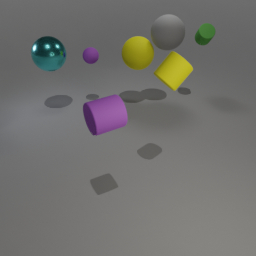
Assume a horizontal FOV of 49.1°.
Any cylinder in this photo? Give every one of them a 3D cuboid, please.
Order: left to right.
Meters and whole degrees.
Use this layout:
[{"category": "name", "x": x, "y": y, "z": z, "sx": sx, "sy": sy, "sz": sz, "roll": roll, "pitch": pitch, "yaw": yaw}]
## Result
[{"category": "cylinder", "x": -0.472, "y": -0.267, "z": 5.731, "sx": 0.700, "sy": 0.700, "sz": 0.700, "roll": -19, "pitch": 35, "yaw": -22}, {"category": "cylinder", "x": 1.110, "y": -1.393, "z": 6.888, "sx": 0.700, "sy": 0.700, "sz": 0.700, "roll": 39, "pitch": 8, "yaw": -7}, {"category": "cylinder", "x": 3.295, "y": -4.007, "z": 12.010, "sx": 0.700, "sy": 0.700, "sz": 0.700, "roll": -1, "pitch": -7, "yaw": -3}]

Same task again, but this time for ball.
[{"category": "ball", "x": -3.215, "y": -3.009, "z": 11.402, "sx": 1.400, "sy": 1.400, "sz": 1.400, "roll": 0, "pitch": 31, "yaw": 0}, {"category": "ball", "x": -1.606, "y": -3.120, "z": 12.076, "sx": 0.700, "sy": 0.700, "sz": 0.700, "roll": 0, "pitch": 31, "yaw": 0}, {"category": "ball", "x": 0.426, "y": -3.208, "z": 12.051, "sx": 1.400, "sy": 1.400, "sz": 1.400, "roll": 0, "pitch": 31, "yaw": 0}, {"category": "ball", "x": 1.631, "y": -3.904, "z": 11.479, "sx": 1.400, "sy": 1.400, "sz": 1.400, "roll": 0, "pitch": 31, "yaw": 0}]
